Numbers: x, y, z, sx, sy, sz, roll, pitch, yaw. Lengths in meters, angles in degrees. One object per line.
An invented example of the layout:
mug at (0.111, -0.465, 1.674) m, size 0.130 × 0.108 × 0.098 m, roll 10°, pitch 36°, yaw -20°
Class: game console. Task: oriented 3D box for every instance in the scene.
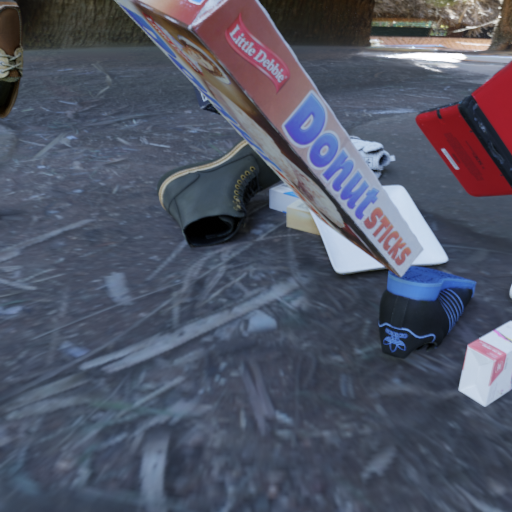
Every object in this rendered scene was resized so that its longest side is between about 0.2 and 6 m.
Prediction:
game console at (3.356, -1.746, 7.837) m, size 0.990 × 1.668 × 1.437 m, roll -50°, pitch 22°, yaw -16°

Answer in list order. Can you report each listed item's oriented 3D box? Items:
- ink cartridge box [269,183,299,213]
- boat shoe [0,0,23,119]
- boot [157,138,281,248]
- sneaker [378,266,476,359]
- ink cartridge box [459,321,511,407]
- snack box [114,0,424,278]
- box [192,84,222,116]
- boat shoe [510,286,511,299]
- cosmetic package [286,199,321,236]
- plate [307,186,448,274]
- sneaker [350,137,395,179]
ink cartridge box at (0.916, -1.276, 11.876) m, size 0.794 × 0.458 × 1.087 m, roll 20°, pitch 32°, yaw 37°
boat shoe at (-3.734, -2.857, 8.317) m, size 0.669 × 1.812 × 0.686 m, roll 46°, pitch 42°, yaw 16°
boot at (-0.161, -1.238, 10.860) m, size 3.242 × 1.256 × 2.242 m, roll -26°, pitch 35°, yaw -5°
sneaker at (2.229, 0.705, 7.428) m, size 0.888 × 0.987 × 2.534 m, roll 17°, pitch 9°, yaw 33°
ink cartridge box at (2.881, 1.197, 6.496) m, size 1.113 × 0.648 × 0.376 m, roll -18°, pitch 31°, yaw -33°
snack box at (0.317, -0.936, 4.627) m, size 1.294 × 0.438 × 3.599 m, roll 42°, pitch 3°, yaw 39°
box at (-0.349, -2.987, 8.521) m, size 1.231 × 1.242 × 0.765 m, roll -21°, pitch -8°, yaw 30°
boat shoe at (4.528, 0.483, 8.158) m, size 1.737 × 0.625 × 0.595 m, roll 0°, pitch 23°, yaw -23°
cosmetic package at (1.282, -0.718, 10.709) m, size 1.283 × 0.456 × 0.675 m, roll 17°, pitch 32°, yaw 32°
plate at (1.985, -0.438, 9.712) m, size 2.001 × 0.324 × 2.005 m, roll -6°, pitch 47°, yaw -13°
sneaker at (2.142, -2.367, 13.573) m, size 2.529 × 0.950 × 1.453 m, roll -14°, pitch 26°, yaw -34°
